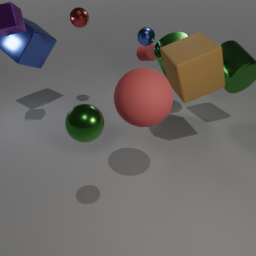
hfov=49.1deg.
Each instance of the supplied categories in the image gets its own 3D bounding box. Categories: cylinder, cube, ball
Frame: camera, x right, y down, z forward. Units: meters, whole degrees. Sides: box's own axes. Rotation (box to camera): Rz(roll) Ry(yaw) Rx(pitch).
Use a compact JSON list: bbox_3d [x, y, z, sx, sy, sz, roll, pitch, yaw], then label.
[{"bbox_3d":[0.862,-3.364,12.540,0.700,0.700,0.700,-23,22,-34],"label":"cylinder"},{"bbox_3d":[1.998,-1.892,8.713,1.400,1.400,1.400,-23,40,0],"label":"cube"},{"bbox_3d":[-3.997,-3.385,11.044,1.400,1.400,1.400,39,16,14],"label":"cube"},{"bbox_3d":[-0.775,-0.086,5.033,0.700,0.700,0.700,0,30,0],"label":"ball"},{"bbox_3d":[-3.592,-3.239,8.378,0.700,0.700,0.700,-12,6,4],"label":"cube"},{"bbox_3d":[0.363,-0.718,6.649,1.400,1.400,1.400,0,30,0],"label":"ball"},{"bbox_3d":[3.847,-2.235,10.295,1.400,1.400,1.400,-12,54,-21],"label":"cylinder"},{"bbox_3d":[-1.764,-4.003,10.167,0.700,0.700,0.700,0,30,0],"label":"ball"},{"bbox_3d":[0.699,-3.492,10.727,0.700,0.700,0.700,0,30,0],"label":"ball"},{"bbox_3d":[1.865,-2.669,10.708,1.400,1.400,1.400,-16,51,20],"label":"cylinder"}]
